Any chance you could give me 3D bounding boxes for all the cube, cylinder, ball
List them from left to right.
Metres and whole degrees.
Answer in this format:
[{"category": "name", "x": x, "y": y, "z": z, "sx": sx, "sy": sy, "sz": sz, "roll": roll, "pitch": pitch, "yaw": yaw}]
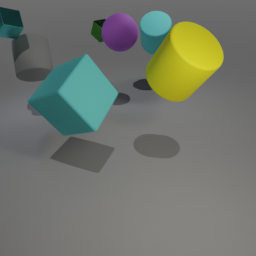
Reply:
[{"category": "cube", "x": -4.064, "y": -3.541, "z": 9.499, "sx": 0.700, "sy": 0.700, "sz": 0.700, "roll": -7, "pitch": -16, "yaw": -43}, {"category": "cylinder", "x": -3.689, "y": -2.687, "z": 10.846, "sx": 1.400, "sy": 1.400, "sz": 1.400, "roll": -12, "pitch": -8, "yaw": -2}, {"category": "cube", "x": -1.393, "y": -0.800, "z": 7.299, "sx": 1.400, "sy": 1.400, "sz": 1.400, "roll": -8, "pitch": 44, "yaw": 41}, {"category": "cube", "x": -1.173, "y": -4.461, "z": 12.813, "sx": 0.700, "sy": 0.700, "sz": 0.700, "roll": -28, "pitch": 64, "yaw": -38}, {"category": "ball", "x": -0.308, "y": -3.645, "z": 10.721, "sx": 1.400, "sy": 1.400, "sz": 1.400, "roll": 0, "pitch": 30, "yaw": 0}, {"category": "cylinder", "x": 1.283, "y": -4.358, "z": 12.910, "sx": 1.400, "sy": 1.400, "sz": 1.400, "roll": -2, "pitch": 70, "yaw": 6}, {"category": "cylinder", "x": 1.335, "y": -1.583, "z": 6.871, "sx": 1.400, "sy": 1.400, "sz": 1.400, "roll": 11, "pitch": 60, "yaw": -19}]
